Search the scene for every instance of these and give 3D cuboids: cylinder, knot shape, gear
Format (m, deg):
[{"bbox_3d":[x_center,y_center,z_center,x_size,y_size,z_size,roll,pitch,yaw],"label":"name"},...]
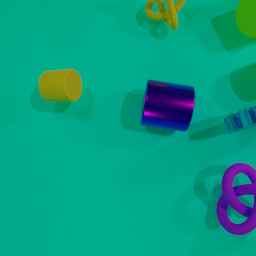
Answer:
[{"bbox_3d":[-1.556,-0.978,6.503,0.725,0.725,0.725,1,82,23],"label":"cylinder"},{"bbox_3d":[1.003,-3.004,7.137,0.516,1.118,1.046,-39,110,-35],"label":"knot shape"},{"bbox_3d":[2.709,1.544,6.432,1.619,0.748,1.515,-21,84,18],"label":"knot shape"},{"bbox_3d":[3.490,-2.895,6.956,1.136,1.136,1.136,-22,82,-33],"label":"cylinder"},{"bbox_3d":[3.269,-0.364,6.313,2.073,2.073,0.383,-16,82,-2],"label":"gear"},{"bbox_3d":[0.937,-0.543,6.827,1.131,1.131,1.131,9,82,1],"label":"cylinder"}]
